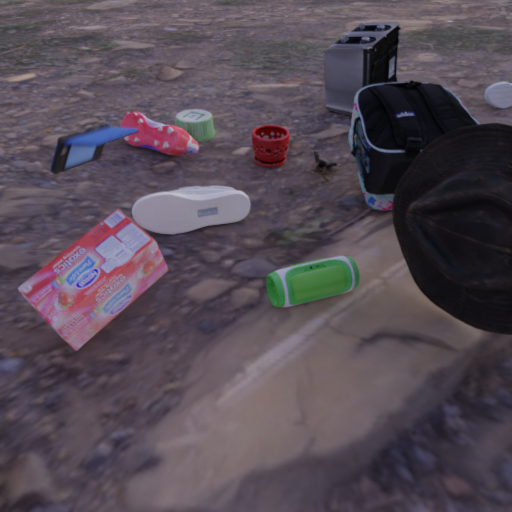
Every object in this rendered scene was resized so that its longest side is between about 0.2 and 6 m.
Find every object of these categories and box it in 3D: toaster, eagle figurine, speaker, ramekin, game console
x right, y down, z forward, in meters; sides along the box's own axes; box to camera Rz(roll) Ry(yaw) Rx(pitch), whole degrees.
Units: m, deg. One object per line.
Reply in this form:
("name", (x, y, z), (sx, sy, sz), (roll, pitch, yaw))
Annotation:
("toaster", (2.836, -4.840, 14.735), (1.329, 2.240, 2.026), (20, 47, 29))
("eagle figurine", (1.405, -1.953, 11.947), (0.526, 0.529, 0.697), (-5, 35, 30))
("speaker", (0.858, 0.384, 8.491), (1.347, 0.596, 0.596), (-12, 37, -17))
("ramekin", (-1.508, -3.187, 13.633), (1.000, 0.488, 1.000), (0, 35, 0))
("game console", (-2.248, -1.468, 7.824), (0.586, 0.846, 0.991), (37, 36, 10))

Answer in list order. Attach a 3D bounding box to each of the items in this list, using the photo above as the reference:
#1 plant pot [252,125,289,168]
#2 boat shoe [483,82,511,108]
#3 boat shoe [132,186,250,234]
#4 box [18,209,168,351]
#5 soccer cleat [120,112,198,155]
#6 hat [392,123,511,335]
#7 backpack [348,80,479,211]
("plant pot", (0.314, -2.372, 12.261), (0.813, 0.741, 0.813), (0, 35, 0))
("boat shoe", (6.807, -4.438, 15.392), (1.875, 0.676, 0.665), (-9, 26, -30))
("boat shoe", (-1.209, -0.946, 10.289), (2.148, 0.773, 0.736), (-13, 25, -15))
("box", (-2.192, 0.321, 7.746), (0.890, 0.821, 1.734), (37, 69, 26))
("soccer cleat", (-2.316, -2.781, 13.006), (2.335, 0.779, 0.893), (24, 6, 41))
("hat", (2.845, -0.299, 7.398), (1.241, 3.076, 3.076), (-10, 33, -42))
("backpack", (2.974, -2.206, 10.836), (2.368, 2.008, 2.668), (-4, 49, -4))
